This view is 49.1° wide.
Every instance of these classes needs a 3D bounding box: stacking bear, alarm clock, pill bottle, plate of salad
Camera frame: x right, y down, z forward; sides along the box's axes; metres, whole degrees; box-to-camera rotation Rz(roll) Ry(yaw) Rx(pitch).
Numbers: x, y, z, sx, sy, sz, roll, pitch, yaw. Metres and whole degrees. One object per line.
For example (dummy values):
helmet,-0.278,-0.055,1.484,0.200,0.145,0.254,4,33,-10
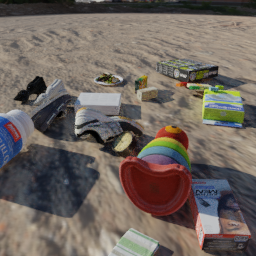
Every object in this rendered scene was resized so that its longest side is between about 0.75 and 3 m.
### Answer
stacking bear,1.055,0.899,7.951,1.742,1.631,2.868,8,29,16
alarm clock,-0.208,0.548,9.642,1.252,0.417,0.844,-1,55,37
pill bottle,-4.242,0.440,8.905,1.521,1.521,2.710,8,31,15
plate of salad,-1.129,-2.864,16.152,1.701,0.409,1.701,-1,29,0

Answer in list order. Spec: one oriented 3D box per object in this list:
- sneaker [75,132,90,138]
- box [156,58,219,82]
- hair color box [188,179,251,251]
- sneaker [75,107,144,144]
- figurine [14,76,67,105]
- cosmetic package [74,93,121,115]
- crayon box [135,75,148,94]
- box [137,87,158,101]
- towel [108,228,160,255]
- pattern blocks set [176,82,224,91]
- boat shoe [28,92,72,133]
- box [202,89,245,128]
sneaker,-1.577,-0.218,10.941,0.617,0.625,1.574,25,31,-2
box,3.513,-3.557,16.928,2.392,0.661,2.986,-15,28,-28
hair color box,2.151,2.059,6.911,1.037,0.598,1.870,1,30,0
sneaker,-0.693,0.125,10.290,2.593,0.981,1.137,13,70,-12
figurine,-4.299,-1.712,13.795,1.952,0.840,1.905,12,39,19
cosmetic package,-1.336,-1.130,12.844,1.959,0.506,1.477,2,26,3
crayon box,0.742,-2.326,14.817,0.293,0.732,1.153,15,33,24
box,0.973,-1.715,13.981,0.998,0.474,0.388,-17,34,-26
towel,0.087,2.762,6.119,0.835,0.172,1.120,16,34,30
pattern blocks set,3.653,-2.106,14.319,2.360,0.218,2.684,6,13,14
boat shoe,-3.149,-0.658,11.944,0.939,1.088,2.994,47,28,-4
box,4.165,-0.955,12.415,1.646,0.643,2.700,6,28,13
